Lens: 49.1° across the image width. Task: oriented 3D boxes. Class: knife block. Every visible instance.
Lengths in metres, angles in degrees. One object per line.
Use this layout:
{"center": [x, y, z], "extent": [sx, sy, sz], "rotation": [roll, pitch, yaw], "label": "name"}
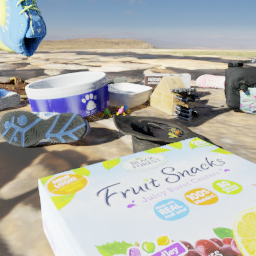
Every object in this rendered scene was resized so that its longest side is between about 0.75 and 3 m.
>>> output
{"center": [1.663, -0.798, 9.993], "extent": [0.702, 1.926, 2.194], "rotation": [-7, -25, -23], "label": "knife block"}

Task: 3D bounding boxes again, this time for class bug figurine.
{"center": [-0.487, -0.637, 9.835], "extent": [1.183, 0.304, 0.917], "rotation": [0, 19, -2], "label": "bug figurine"}

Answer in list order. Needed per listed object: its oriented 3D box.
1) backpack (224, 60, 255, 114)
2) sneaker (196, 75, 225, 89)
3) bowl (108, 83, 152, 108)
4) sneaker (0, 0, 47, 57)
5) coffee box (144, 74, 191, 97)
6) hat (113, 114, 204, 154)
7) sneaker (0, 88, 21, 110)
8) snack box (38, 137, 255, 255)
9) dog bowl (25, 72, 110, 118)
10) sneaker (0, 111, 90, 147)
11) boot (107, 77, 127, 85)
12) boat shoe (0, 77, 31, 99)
{"center": [4.765, -1.368, 9.863], "extent": [2.536, 1.605, 2.116], "rotation": [3, 40, 12], "label": "backpack"}
{"center": [4.410, -2.301, 14.044], "extent": [1.791, 0.674, 0.936], "rotation": [-1, 14, -14], "label": "sneaker"}
{"center": [-0.139, -1.277, 11.102], "extent": [1.849, 0.690, 1.847], "rotation": [15, 24, 38], "label": "bowl"}
{"center": [-1.614, -2.013, 4.430], "extent": [1.009, 1.921, 0.728], "rotation": [35, 39, 15], "label": "sneaker"}
{"center": [1.630, -1.742, 11.857], "extent": [1.881, 1.063, 0.751], "rotation": [1, 18, 1], "label": "coffee box"}
{"center": [0.573, 0.318, 6.289], "extent": [2.111, 0.851, 2.111], "rotation": [13, 17, -4], "label": "hat"}
{"center": [-5.120, -1.102, 10.459], "extent": [1.065, 0.735, 1.915], "rotation": [16, 20, 25], "label": "sneaker"}
{"center": [0.644, 1.173, 3.556], "extent": [2.896, 0.980, 2.442], "rotation": [-10, 23, -29], "label": "snack box"}
{"center": [-2.006, -1.148, 9.635], "extent": [2.714, 1.069, 2.714], "rotation": [-7, 20, 3], "label": "dog bowl"}
{"center": [-2.156, 0.047, 7.303], "extent": [2.481, 0.939, 0.956], "rotation": [4, -2, 10], "label": "sneaker"}
{"center": [-0.979, -2.328, 14.359], "extent": [1.497, 0.543, 1.361], "rotation": [-8, 6, -42], "label": "boot"}
{"center": [-4.732, -1.750, 12.118], "extent": [2.670, 0.902, 0.961], "rotation": [-17, 26, -41], "label": "boat shoe"}
